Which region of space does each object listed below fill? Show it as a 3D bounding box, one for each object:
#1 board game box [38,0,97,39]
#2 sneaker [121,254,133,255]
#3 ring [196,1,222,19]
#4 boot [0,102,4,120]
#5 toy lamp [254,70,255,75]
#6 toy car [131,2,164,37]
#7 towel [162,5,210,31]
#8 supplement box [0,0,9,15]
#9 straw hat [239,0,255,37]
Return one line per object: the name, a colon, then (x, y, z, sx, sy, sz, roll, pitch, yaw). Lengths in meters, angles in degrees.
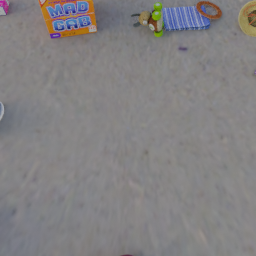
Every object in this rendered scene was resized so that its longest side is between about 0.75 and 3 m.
board game box: (-2.227, -4.696, 10.297, 1.794, 1.794, 1.795, -10, 62, -4)
sneaker: (-0.622, 3.531, 6.375, 1.989, 0.896, 0.745, -25, 65, -13)
ring: (3.246, -4.736, 11.158, 1.100, 0.106, 1.100, 6, 57, -10)
boot: (-4.253, -0.392, 8.675, 0.462, 0.574, 1.271, 2, 62, 1)
toy lamp: (4.830, -1.763, 9.597, 0.964, 0.281, 0.281, 24, 64, 9)
toy car: (0.709, -4.030, 10.482, 1.172, 0.963, 0.925, 3, 61, 13)
towel: (2.249, -4.358, 11.025, 1.777, 0.212, 1.287, -4, 61, -2)
supplement box: (-5.078, -4.937, 11.228, 0.397, 0.406, 0.786, -3, 60, -1)
straw hat: (4.879, -4.170, 10.689, 1.326, 1.326, 0.561, 21, 21, 11)
